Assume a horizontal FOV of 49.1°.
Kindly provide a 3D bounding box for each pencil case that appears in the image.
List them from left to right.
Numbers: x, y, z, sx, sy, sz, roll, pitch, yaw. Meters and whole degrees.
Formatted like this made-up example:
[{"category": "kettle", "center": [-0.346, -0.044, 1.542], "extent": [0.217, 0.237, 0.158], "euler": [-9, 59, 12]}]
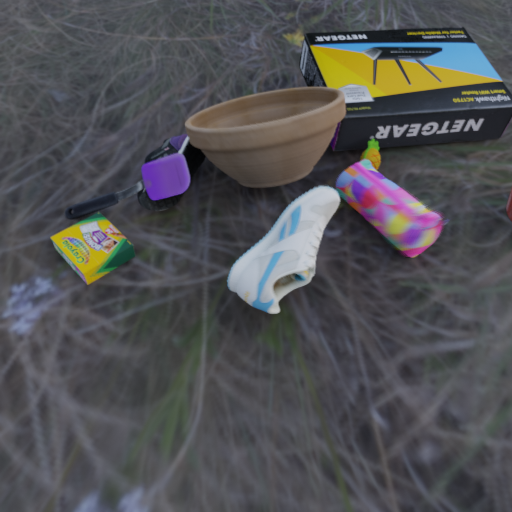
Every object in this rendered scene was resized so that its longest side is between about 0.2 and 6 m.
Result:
[{"category": "pencil case", "center": [2.365, -0.900, 10.031], "extent": [0.938, 0.938, 2.121], "euler": [-26, 50, -23]}]

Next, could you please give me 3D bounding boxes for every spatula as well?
[{"category": "spatula", "center": [-2.391, -1.129, 10.160], "extent": [2.543, 0.261, 0.719], "euler": [-18, 85, 17]}]

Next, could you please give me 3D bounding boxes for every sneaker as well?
[{"category": "sneaker", "center": [-1.832, -1.616, 10.973], "extent": [0.942, 0.815, 2.151], "euler": [4, 42, 28]}, {"category": "sneaker", "center": [0.626, -0.098, 8.778], "extent": [0.929, 0.880, 2.300], "euler": [36, 77, 25]}]

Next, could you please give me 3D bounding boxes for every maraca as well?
[{"category": "maraca", "center": [2.312, -1.986, 11.274], "extent": [0.386, 0.495, 0.722], "euler": [13, 89, 38]}]

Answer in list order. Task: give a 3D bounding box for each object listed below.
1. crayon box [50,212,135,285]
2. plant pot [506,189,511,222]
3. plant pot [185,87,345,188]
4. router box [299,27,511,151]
[{"category": "crayon box", "center": [-2.831, -0.158, 9.731], "extent": [0.978, 0.330, 1.134], "euler": [-33, 55, -27]}, {"category": "plant pot", "center": [5.300, -1.283, 9.930], "extent": [1.640, 1.595, 1.640], "euler": [0, 47, 0]}, {"category": "plant pot", "center": [0.262, -2.173, 10.598], "extent": [2.967, 1.369, 2.967], "euler": [-10, 25, 5]}, {"category": "router box", "center": [3.220, -3.755, 12.319], "extent": [3.934, 1.005, 2.934], "euler": [-7, 55, -11]}]
